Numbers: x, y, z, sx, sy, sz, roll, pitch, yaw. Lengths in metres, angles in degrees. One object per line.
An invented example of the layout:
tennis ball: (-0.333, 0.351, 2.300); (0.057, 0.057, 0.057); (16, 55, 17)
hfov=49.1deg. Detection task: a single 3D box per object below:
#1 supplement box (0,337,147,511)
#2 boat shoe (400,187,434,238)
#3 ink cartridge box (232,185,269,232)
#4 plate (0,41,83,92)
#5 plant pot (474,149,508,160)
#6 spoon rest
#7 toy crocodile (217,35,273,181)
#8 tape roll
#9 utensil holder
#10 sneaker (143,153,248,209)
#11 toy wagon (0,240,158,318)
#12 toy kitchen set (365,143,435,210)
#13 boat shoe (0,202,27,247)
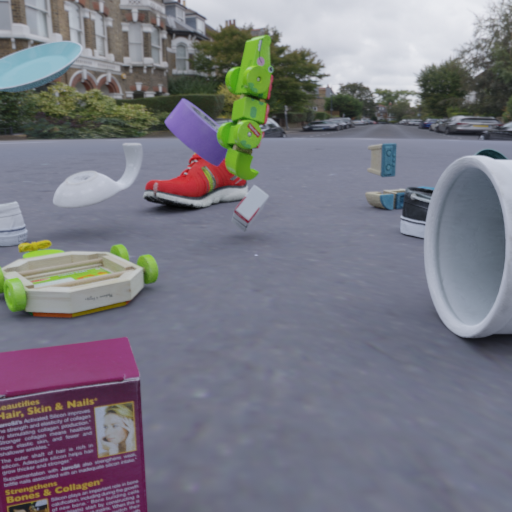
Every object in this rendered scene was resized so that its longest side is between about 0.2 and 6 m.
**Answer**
supplement box: (-0.895, 0.980, 2.736); (0.656, 1.002, 0.517); (-4, 15, -18)
boat shoe: (3.766, -0.690, 9.231); (1.066, 0.986, 2.886); (-13, 19, -41)
ink cartridge box: (-0.115, -0.798, 9.558); (0.324, 0.565, 0.778); (37, -13, 1)
plate: (-3.918, -3.267, 9.807); (1.897, 0.242, 1.897); (-8, 40, 7)
plant pot: (4.932, -1.548, 12.316); (1.354, 1.354, 0.907); (-7, -12, -26)
spoon rest: (-2.721, -1.334, 10.043); (1.065, 0.650, 2.143); (6, 35, 25)
toy crocodile: (-0.060, -1.478, 5.620); (0.439, 1.420, 0.479); (7, 4, -32)
tape roll: (-0.821, -1.827, 8.318); (1.025, 0.435, 1.025); (38, 14, -11)
utensil holder: (2.962, -0.066, 5.490); (2.054, 1.745, 1.745); (1, 14, -6)
sneaker: (-1.407, -1.893, 13.102); (1.255, 1.384, 3.259); (9, 17, 33)
toy wagon: (-2.340, 0.208, 6.887); (1.712, 0.437, 2.207); (-11, 17, -38)
toy kitchen set: (3.520, -1.801, 12.588); (1.831, 1.467, 1.078); (-8, 16, -28)
boat shoe: (-4.969, -0.613, 9.353); (2.329, 0.778, 0.857); (0, 14, 1)
